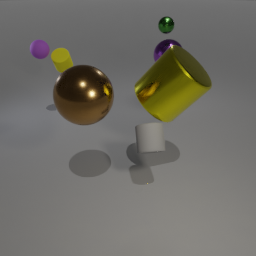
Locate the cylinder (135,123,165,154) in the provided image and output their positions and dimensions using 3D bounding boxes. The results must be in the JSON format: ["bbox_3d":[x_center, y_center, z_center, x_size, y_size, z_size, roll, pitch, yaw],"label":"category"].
[{"bbox_3d":[0.556,0.265,7.028,0.700,0.700,0.700,-5,-7,-1],"label":"cylinder"}]

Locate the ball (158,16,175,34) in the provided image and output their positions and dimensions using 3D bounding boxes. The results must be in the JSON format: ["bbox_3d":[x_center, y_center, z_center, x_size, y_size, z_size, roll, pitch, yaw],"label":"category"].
[{"bbox_3d":[1.642,-4.411,12.012,0.700,0.700,0.700,0,28,0],"label":"ball"}]

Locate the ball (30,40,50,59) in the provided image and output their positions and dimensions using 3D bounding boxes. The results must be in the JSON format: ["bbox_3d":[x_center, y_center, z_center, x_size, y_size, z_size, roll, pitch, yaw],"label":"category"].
[{"bbox_3d":[-3.275,-2.920,10.405,0.700,0.700,0.700,0,28,0],"label":"ball"}]

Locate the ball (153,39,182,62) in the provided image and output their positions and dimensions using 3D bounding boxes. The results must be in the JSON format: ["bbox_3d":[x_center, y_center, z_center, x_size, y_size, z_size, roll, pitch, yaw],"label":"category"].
[{"bbox_3d":[1.886,-3.404,13.039,1.400,1.400,1.400,0,28,0],"label":"ball"}]

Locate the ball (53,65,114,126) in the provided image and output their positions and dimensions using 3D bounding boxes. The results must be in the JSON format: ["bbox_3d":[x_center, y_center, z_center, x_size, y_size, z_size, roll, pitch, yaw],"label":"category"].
[{"bbox_3d":[-1.025,-0.757,6.514,1.400,1.400,1.400,0,28,0],"label":"ball"}]

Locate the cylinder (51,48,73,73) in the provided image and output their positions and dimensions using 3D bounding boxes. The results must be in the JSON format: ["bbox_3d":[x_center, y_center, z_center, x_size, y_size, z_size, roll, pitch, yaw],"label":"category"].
[{"bbox_3d":[-2.555,-2.622,10.895,0.700,0.700,0.700,-1,66,3],"label":"cylinder"}]

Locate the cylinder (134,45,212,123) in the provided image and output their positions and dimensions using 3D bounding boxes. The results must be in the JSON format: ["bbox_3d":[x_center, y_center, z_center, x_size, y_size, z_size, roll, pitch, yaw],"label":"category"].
[{"bbox_3d":[1.114,-1.088,7.049,1.400,1.400,1.400,30,36,-25],"label":"cylinder"}]
